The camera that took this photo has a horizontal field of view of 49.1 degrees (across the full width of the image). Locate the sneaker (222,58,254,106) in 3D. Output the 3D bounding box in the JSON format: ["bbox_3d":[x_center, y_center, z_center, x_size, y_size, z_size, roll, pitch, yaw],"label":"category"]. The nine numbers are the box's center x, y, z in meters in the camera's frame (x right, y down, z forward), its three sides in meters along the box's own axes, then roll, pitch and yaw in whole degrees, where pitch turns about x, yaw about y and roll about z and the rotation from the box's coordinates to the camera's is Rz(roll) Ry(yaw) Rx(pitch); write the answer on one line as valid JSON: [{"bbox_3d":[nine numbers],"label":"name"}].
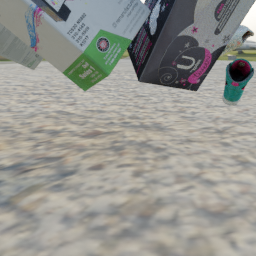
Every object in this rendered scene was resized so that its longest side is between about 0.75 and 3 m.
[{"bbox_3d":[2.166,-1.112,5.505,0.511,0.737,1.221,15,55,12],"label":"sneaker"}]

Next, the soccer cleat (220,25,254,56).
[{"bbox_3d":[3.498,-2.908,9.590,1.806,0.626,0.701,-39,51,-8],"label":"soccer cleat"}]

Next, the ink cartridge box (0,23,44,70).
[{"bbox_3d":[-3.333,-3.122,8.765,2.331,2.326,0.473,19,37,-51],"label":"ink cartridge box"}]

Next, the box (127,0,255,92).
[{"bbox_3d":[1.404,-2.533,6.874,1.889,2.859,1.640,6,46,-22],"label":"box"}]

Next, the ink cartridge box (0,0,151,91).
[{"bbox_3d":[-1.198,-2.424,5.447,1.157,2.756,1.996,-16,40,56],"label":"ink cartridge box"}]
